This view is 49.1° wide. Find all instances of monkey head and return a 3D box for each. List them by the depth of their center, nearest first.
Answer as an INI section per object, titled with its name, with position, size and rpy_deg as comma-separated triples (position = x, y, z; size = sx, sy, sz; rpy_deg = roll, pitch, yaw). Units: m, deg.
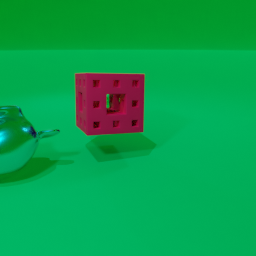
[monkey head]
position = -2.399, 0.317, 5.433
size = 1.987, 1.197, 1.430
rpy_deg = -35, 0, -22

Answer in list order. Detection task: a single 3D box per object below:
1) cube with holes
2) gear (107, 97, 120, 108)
[cube with holes]
position = -0.450, -0.590, 6.288
size = 1.243, 1.243, 1.243
rpy_deg = -3, 11, -20
[gear]
position = -1.073, -1.009, 11.341
size = 1.601, 0.296, 1.601
rpy_deg = 0, 17, 0
